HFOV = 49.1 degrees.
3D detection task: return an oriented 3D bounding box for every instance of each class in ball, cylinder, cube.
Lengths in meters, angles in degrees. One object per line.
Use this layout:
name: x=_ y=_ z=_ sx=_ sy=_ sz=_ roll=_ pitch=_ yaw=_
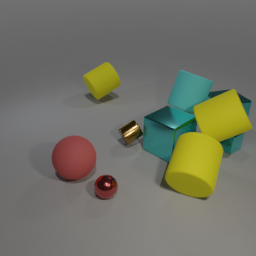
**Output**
ball: x=-0.647 y=1.725 z=8.262 sx=0.700 sy=0.700 sz=0.700 roll=0 pitch=29 yaw=0
cylinder: x=3.047 y=-0.345 z=9.061 sx=1.400 sy=1.400 sz=1.400 roll=-24 pitch=21 yaw=22
cylinder: x=1.948 y=1.080 z=8.228 sx=1.400 sy=1.400 sz=1.400 roll=12 pitch=55 yaw=21
ball: x=-1.706 y=0.936 z=8.908 sx=1.400 sy=1.400 sz=1.400 roll=0 pitch=29 yaw=0
cube: x=1.523 y=0.192 z=10.273 sx=1.400 sy=1.400 sz=1.400 roll=26 pitch=38 yaw=38
cylinder: x=2.453 y=-1.412 z=11.109 sx=1.400 sy=1.400 sz=1.400 roll=19 pitch=14 yaw=-5
cylinder: x=-1.321 y=-2.390 z=14.201 sx=1.400 sy=1.400 sz=1.400 roll=-34 pitch=39 yaw=-13
cylinder: x=0.099 y=0.168 z=10.625 sx=0.700 sy=0.700 sz=0.700 roll=-33 pitch=37 yaw=-9
cube: x=4.089 y=-0.694 z=11.872 sx=1.400 sy=1.400 sz=1.400 roll=-8 pitch=30 yaw=-14
cube: x=3.806 y=0.440 z=10.508 sx=0.700 sy=0.700 sz=0.700 roll=-20 pitch=33 yaw=-36
